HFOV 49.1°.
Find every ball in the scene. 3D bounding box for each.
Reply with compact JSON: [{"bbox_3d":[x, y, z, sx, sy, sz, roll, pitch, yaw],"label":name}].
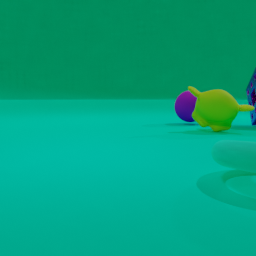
[{"bbox_3d":[1.770,-0.610,7.915,0.904,0.904,0.904,0,6,0],"label":"ball"}]

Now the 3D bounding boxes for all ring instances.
[{"bbox_3d":[1.321,0.261,2.413,1.158,0.232,1.158,5,-1,0],"label":"ring"}]

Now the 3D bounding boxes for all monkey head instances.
[{"bbox_3d":[1.974,-0.479,6.262,1.445,0.871,1.040,20,30,11],"label":"monkey head"}]

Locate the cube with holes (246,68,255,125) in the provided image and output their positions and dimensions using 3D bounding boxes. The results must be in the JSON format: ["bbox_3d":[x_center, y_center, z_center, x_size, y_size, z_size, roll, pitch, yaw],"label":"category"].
[{"bbox_3d":[3.760,-0.813,7.076,1.109,1.109,1.109,-2,-24,9],"label":"cube with holes"}]
